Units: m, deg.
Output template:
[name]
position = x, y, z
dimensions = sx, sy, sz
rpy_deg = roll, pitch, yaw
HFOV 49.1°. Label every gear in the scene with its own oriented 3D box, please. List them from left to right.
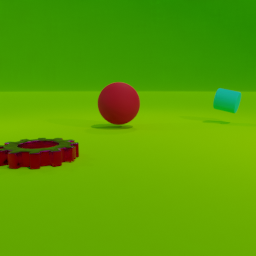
[gear]
position = -1.531, 0.403, 4.821
dimensions = 1.332, 0.246, 1.332
rpy_deg = 0, 8, 0

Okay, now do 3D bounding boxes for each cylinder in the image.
[cylinder]
position = 3.378, -0.927, 9.546
dimensions = 0.726, 0.726, 0.726
rpy_deg = 18, 16, 29

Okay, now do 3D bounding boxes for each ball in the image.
[ball]
position = -0.276, -0.737, 8.461
dimensions = 1.286, 1.286, 1.286
rpy_deg = 0, 8, 0
